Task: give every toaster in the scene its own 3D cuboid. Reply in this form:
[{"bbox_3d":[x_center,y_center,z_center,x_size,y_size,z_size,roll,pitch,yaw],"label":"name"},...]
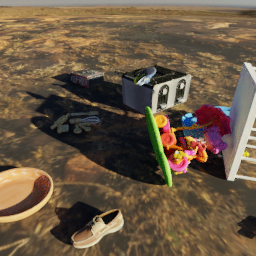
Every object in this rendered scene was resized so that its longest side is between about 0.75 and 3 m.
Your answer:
[{"bbox_3d":[1.133,-1.857,12.883,2.403,1.577,2.658,-21,35,-34],"label":"toaster"}]

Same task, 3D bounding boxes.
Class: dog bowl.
[{"bbox_3d":[3.215,-0.117,10.612,2.638,0.654,1.470,-16,32,-26],"label":"dog bowl"}]

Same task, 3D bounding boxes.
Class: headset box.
[{"bbox_3d":[-2.227,-2.789,15.637,1.639,0.633,1.220,21,34,36],"label":"headset box"}]

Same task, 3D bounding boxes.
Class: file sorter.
[{"bbox_3d":[4.037,-0.078,8.169,1.830,2.939,2.039,10,31,8],"label":"file sorter"}]

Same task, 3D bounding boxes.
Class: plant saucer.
[{"bbox_3d":[-2.978,1.765,7.388,1.976,0.370,1.976,0,29,0],"label":"plant saucer"}]

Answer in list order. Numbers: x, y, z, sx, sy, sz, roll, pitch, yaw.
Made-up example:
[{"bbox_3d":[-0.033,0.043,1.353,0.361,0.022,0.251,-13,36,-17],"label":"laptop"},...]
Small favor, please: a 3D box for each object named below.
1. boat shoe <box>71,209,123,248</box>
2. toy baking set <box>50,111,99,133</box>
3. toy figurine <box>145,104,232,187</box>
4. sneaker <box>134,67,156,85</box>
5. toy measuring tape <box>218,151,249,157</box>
[{"bbox_3d":[-0.703,2.231,6.390,1.327,0.476,0.502,-21,34,-34],"label":"boat shoe"},{"bbox_3d":[-2.062,-0.223,11.301,1.597,0.242,2.080,10,30,12],"label":"toy baking set"},{"bbox_3d":[1.963,0.259,8.319,2.380,1.941,2.586,-14,51,0],"label":"toy figurine"},{"bbox_3d":[0.648,-1.820,9.939,0.373,0.907,0.335,25,45,-46],"label":"sneaker"},{"bbox_3d":[3.473,0.817,9.195,0.983,0.362,0.362,2,28,3],"label":"toy measuring tape"}]
